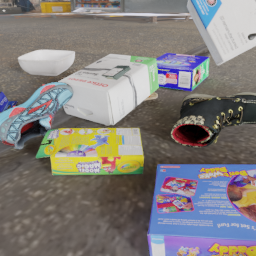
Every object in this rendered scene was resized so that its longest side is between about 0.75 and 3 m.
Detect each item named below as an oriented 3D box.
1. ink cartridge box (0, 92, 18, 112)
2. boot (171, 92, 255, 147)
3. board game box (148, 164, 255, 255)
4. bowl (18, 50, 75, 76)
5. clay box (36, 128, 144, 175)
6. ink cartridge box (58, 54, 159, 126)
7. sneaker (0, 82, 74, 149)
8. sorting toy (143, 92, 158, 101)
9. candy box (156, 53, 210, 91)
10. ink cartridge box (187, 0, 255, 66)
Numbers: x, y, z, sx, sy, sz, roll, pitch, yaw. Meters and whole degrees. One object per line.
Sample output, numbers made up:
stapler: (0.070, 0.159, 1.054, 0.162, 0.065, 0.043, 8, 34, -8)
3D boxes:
ink cartridge box: (-5.210, -0.848, 9.759, 2.391, 0.469, 1.189, -4, 27, -9)
boot: (2.727, -0.185, 7.889, 2.854, 1.030, 2.156, 5, 30, 22)
board game box: (1.860, 1.408, 4.817, 2.838, 0.635, 1.908, -1, 27, 12)
bowl: (-3.955, -3.248, 13.940, 2.329, 0.870, 2.332, 6, 29, 11)
clay box: (-0.878, 0.540, 6.912, 2.425, 0.577, 1.393, -1, 27, -2)
ink cartridge box: (-0.570, -1.469, 9.698, 2.145, 1.236, 2.940, 14, 37, 30)
sneaker: (-2.444, -0.297, 8.030, 1.238, 1.028, 2.592, 35, 62, 26)
sorting toy: (0.011, -1.498, 11.161, 1.514, 0.302, 2.049, -16, 32, -27)
candy box: (2.221, -2.563, 12.469, 2.178, 0.992, 2.576, 13, 31, 27)
ink cartridge box: (2.238, -2.227, 5.103, 1.890, 1.380, 0.797, -28, 1, 12)
